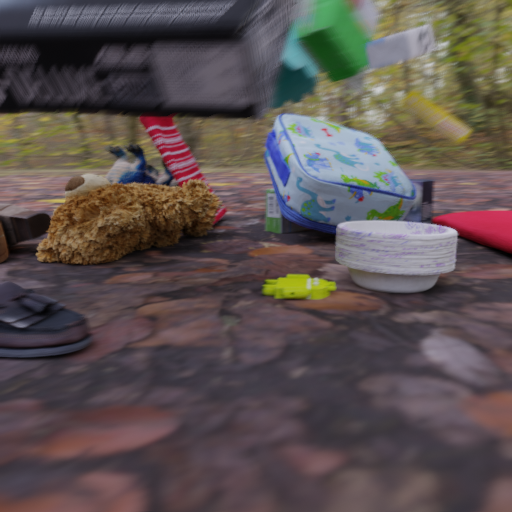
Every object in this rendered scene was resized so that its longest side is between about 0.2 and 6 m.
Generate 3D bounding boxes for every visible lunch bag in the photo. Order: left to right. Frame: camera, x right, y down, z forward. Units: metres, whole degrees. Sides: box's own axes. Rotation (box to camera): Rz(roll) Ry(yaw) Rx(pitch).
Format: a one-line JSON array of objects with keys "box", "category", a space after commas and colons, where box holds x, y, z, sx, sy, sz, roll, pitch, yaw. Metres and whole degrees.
[{"box": [1.357, -1.484, 10.154, 2.309, 1.184, 2.872, 9, 33, -18], "category": "lunch bag"}]

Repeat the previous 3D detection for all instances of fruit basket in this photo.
[{"box": [1.164, -3.419, 7.955, 0.824, 1.758, 1.629, -13, -35, 38], "category": "fruit basket"}]

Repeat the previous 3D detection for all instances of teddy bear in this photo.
[{"box": [-1.979, -0.752, 9.138, 2.660, 1.225, 3.668, 5, 12, 37], "category": "teddy bear"}]

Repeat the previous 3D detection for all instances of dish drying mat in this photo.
[{"box": [4.463, -0.339, 8.994, 1.793, 0.425, 4.669, -1, 11, -1], "category": "dish drying mat"}]

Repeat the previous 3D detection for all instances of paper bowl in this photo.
[{"box": [1.589, 0.001, 6.456, 1.349, 0.701, 1.349, 0, 11, 0], "category": "paper bowl"}]

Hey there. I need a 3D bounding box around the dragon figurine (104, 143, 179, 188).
[{"box": [-2.410, -1.202, 11.799, 1.071, 1.810, 3.640, 5, -8, 31], "category": "dragon figurine"}]

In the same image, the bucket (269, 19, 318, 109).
[{"box": [0.093, -4.082, 11.376, 2.335, 1.519, 2.335, -3, -8, 0], "category": "bucket"}]

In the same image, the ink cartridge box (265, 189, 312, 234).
[{"box": [0.920, -0.939, 11.106, 1.592, 0.827, 0.472, -9, 13, -39], "category": "ink cartridge box"}]

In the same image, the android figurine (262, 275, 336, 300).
[{"box": [0.472, 0.345, 6.134, 0.795, 0.163, 0.723, 0, 10, 8], "category": "android figurine"}]

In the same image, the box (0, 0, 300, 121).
[{"box": [-1.489, -2.731, 5.581, 3.860, 0.960, 3.044, 5, 56, 15], "category": "box"}]

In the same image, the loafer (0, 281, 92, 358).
[{"box": [-2.185, 0.433, 4.531, 1.806, 0.569, 0.649, 3, 11, 18], "category": "loafer"}]

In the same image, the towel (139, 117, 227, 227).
[{"box": [-1.450, -1.805, 11.646, 0.290, 2.579, 1.865, -29, 7, 11], "category": "towel"}]

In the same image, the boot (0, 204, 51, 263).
[{"box": [-4.306, -0.309, 8.098, 1.814, 0.872, 2.481, -1, 7, 25], "category": "boot"}]

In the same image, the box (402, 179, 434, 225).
[{"box": [3.087, -1.101, 11.570, 0.978, 0.970, 0.603, 9, 14, 42], "category": "box"}]

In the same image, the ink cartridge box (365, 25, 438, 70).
[{"box": [1.783, -2.539, 6.784, 0.542, 0.317, 0.935, -2, 22, 40], "category": "ink cartridge box"}]

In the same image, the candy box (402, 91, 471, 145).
[{"box": [2.649, -2.041, 8.341, 0.986, 0.255, 1.930, 34, 19, 6], "category": "candy box"}]
